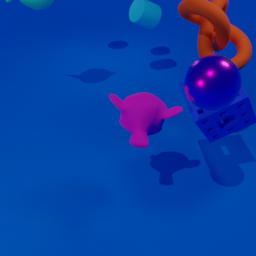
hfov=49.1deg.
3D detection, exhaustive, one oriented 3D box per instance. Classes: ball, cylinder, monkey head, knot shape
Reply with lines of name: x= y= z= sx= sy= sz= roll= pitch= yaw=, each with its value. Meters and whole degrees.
ball: x=1.145 y=-0.613 z=3.820 sx=0.750 sy=0.750 sz=0.750 roll=0 pitch=39 yaw=0
cylinder: x=0.546 y=-3.634 z=8.909 sx=0.758 sy=0.758 sz=0.758 roll=5 pitch=31 yaw=-37
monkey head: x=0.264 y=-0.166 z=4.927 sx=1.308 sy=0.788 sz=0.941 roll=10 pitch=34 yaw=-1
knot shape: x=1.712 y=-2.065 z=5.687 sx=1.680 sy=0.829 sz=1.795 roll=24 pitch=52 yaw=-40

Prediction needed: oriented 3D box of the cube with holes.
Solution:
cube with holes: x=1.733 y=-0.492 z=5.402 sx=0.970 sy=0.970 sz=0.970 roll=-27 pitch=53 yaw=19

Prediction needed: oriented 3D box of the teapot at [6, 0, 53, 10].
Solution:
teapot: x=-2.471 y=-3.627 z=7.416 sx=1.734 sy=0.849 sz=1.078 roll=-9 pitch=81 yaw=-2
